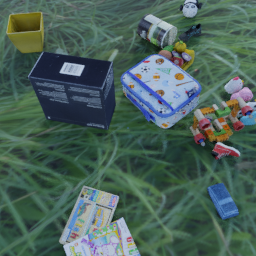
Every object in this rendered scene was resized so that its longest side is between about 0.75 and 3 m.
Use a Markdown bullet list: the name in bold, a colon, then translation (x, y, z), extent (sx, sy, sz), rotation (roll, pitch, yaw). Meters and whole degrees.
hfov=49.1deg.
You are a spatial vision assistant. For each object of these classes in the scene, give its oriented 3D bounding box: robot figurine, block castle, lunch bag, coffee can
- **robot figurine**: translation (3.096, -6.001, 13.826), extent (0.733, 0.883, 1.175), rotation (33, 52, -22)
- **block castle**: translation (3.096, -0.162, 9.357), extent (1.878, 1.255, 0.881), rotation (-17, 57, -10)
- **lunch bag**: translation (1.176, -1.365, 10.345), extent (2.235, 1.054, 2.790), rotation (-36, 60, -18)
- **coffee can**: translation (1.282, -4.264, 12.388), extent (1.444, 1.057, 1.057), rotation (36, 62, 23)

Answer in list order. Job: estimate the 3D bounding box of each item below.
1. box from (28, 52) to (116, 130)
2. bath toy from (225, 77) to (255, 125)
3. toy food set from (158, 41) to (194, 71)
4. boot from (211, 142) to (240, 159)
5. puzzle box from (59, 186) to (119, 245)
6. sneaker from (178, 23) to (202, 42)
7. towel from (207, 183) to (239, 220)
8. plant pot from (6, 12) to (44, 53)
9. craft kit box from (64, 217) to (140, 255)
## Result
- **box**: translation (-1.747, -1.212, 9.524), extent (2.408, 2.193, 1.254), rotation (10, 55, 7)
- **bath toy**: translation (4.259, -1.100, 10.341), extent (0.882, 0.749, 2.028), rotation (-7, 54, -5)
- **toy food set**: translation (1.851, -2.908, 11.609), extent (1.363, 0.757, 2.317), rotation (32, 61, 21)
- **boot**: translation (3.195, 0.881, 9.210), extent (0.832, 0.301, 0.600), rotation (23, 58, 25)
- **puzzle box**: translation (-1.068, 2.606, 8.012), extent (1.154, 0.220, 1.734), rotation (14, 56, 9)
- **sneaker**: translation (2.833, -4.396, 12.839), extent (1.292, 0.512, 0.487), rotation (-29, 61, -18)
- **towel**: translation (2.818, 2.151, 8.319), extent (0.579, 0.252, 1.038), rotation (-14, 55, -11)
- **plant pot**: translation (-4.306, -4.050, 12.151), extent (1.377, 1.214, 1.377), rotation (-6, 55, -5)
- **craft kit box**: translation (-0.536, 3.452, 7.128), extent (1.702, 0.418, 1.723), rotation (-22, 66, -15)
